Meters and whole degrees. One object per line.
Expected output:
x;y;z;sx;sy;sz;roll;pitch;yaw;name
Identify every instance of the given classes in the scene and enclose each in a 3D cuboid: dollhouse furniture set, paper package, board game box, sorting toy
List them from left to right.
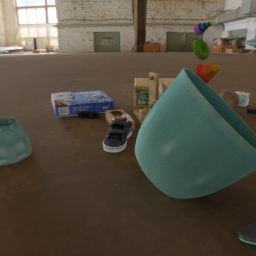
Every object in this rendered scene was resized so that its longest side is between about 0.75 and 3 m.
-2.389;-1.326;14.316;2.812;0.610;2.798;-6;19;-17;board game box
0.333;-1.226;12.038;2.391;1.948;2.274;-6;20;-17;dollhouse furniture set
1.575;-1.824;14.711;2.511;1.299;2.393;1;19;2;paper package
3.649;-3.518;12.671;0.995;2.868;0.988;3;-11;-36;sorting toy
5.792;-1.598;15.052;1.232;0.646;0.635;14;24;34;board game box

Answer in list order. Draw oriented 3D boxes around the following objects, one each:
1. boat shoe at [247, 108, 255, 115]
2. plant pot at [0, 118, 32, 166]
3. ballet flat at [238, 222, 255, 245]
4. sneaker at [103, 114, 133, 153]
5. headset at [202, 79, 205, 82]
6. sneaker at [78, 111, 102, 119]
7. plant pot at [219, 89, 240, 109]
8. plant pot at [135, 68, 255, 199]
6.078;-0.773;13.255;0.839;0.288;0.353;4;20;12;boat shoe
-3.984;0.343;8.893;1.655;1.109;1.655;0;20;0;plant pot
3.100;1.880;5.120;2.021;0.738;0.738;6;20;16;ballet flat
-0.353;0.119;9.959;0.835;0.846;2.129;5;22;11;sneaker
2.615;-1.080;11.656;1.322;2.141;1.006;30;-5;-16;headset
-1.730;-0.590;12.714;1.007;0.302;0.525;-5;15;-24;sneaker
4.762;-1.227;13.720;1.053;1.053;0.914;18;44;41;plant pot
1.483;0.334;6.551;2.708;2.173;2.708;36;24;-20;plant pot
